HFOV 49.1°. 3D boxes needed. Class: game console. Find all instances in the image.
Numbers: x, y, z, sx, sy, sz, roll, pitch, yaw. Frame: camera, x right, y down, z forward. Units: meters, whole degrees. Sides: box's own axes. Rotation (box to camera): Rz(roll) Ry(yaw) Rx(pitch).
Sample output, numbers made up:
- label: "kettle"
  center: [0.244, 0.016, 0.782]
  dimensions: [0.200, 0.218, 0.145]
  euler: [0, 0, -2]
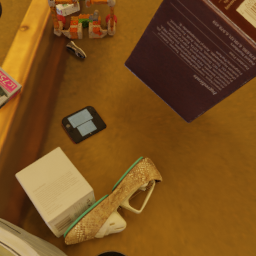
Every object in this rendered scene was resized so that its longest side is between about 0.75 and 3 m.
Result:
- label: "game console"
  center: [-1.314, -0.130, 8.273]
  dimensions: [1.086, 0.169, 0.961]
  euler: [-29, 60, -18]

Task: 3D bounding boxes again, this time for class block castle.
- label: "block castle"
  center: [-1.606, -4.321, 10.271]
  dimensions: [2.465, 1.647, 1.156]
  euler: [-2, 54, -3]

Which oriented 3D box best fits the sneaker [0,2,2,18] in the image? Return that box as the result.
- label: "sneaker"
  center: [-4.059, -3.163, 6.382]
  dimensions: [1.064, 2.593, 0.910]
  euler: [23, 95, 14]

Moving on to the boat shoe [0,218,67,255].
- label: "boat shoe"
  center: [-2.193, 2.771, 5.980]
  dimensions: [2.500, 0.900, 0.776]
  euler: [22, 81, 19]

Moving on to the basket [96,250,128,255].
- label: "basket"
  center: [-0.241, 3.212, 5.004]
  dimensions: [1.186, 1.744, 1.573]
  euler: [-6, 55, -4]

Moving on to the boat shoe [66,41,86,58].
- label: "boat shoe"
  center: [-1.856, -2.734, 9.994]
  dimensions: [0.293, 0.344, 1.029]
  euler: [-39, 58, -9]

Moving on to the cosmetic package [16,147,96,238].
- label: "cosmetic package"
  center: [-1.621, 1.489, 6.534]
  dimensions: [1.176, 1.183, 1.414]
  euler: [-34, 62, -21]

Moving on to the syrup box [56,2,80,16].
- label: "syrup box"
  center: [-2.454, -4.907, 11.453]
  dimensions: [0.882, 0.359, 0.347]
  euler: [-29, 60, -20]

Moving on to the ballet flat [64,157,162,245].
- label: "ballet flat"
  center: [-0.191, 1.799, 6.497]
  dimensions: [0.906, 0.979, 2.776]
  euler: [41, 66, 16]

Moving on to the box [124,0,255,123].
- label: "box"
  center: [1.756, -1.987, 6.217]
  dimensions: [2.217, 2.699, 2.239]
  euler: [42, 59, -2]

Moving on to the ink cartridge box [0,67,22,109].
- label: "ink cartridge box"
  center: [-4.574, -0.893, 8.220]
  dimensions: [1.486, 0.522, 2.490]
  euler: [43, 63, -9]
